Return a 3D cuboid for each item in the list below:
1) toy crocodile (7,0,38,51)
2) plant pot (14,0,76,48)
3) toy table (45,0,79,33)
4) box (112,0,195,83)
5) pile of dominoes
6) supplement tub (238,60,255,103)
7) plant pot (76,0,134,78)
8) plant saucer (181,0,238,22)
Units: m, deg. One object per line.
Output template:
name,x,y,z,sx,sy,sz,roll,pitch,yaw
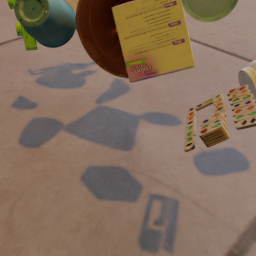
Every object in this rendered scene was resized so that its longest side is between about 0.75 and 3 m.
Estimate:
toy crocodile,-2.967,-3.235,8.056,0.665,1.971,0.609,-13,27,-11
plant pot,-1.977,-2.606,6.504,1.229,1.229,1.155,7,5,8
toy table,-1.886,-4.033,9.848,2.243,2.062,1.314,-2,0,15
box,0.467,-1.546,4.856,1.130,1.285,0.621,-13,7,14
pile of dominoes,1.403,-0.270,4.479,1.188,0.243,1.525,-28,20,27
supplement tub,3.236,-1.162,6.131,1.325,0.959,0.959,-23,42,4
plant pot,0.134,-2.647,6.994,2.342,2.342,1.639,18,43,20
plant saucer,2.010,-3.333,6.886,1.424,1.424,0.195,7,11,8
